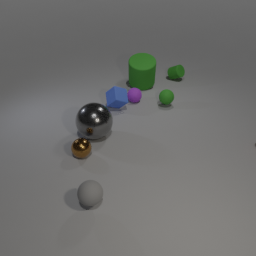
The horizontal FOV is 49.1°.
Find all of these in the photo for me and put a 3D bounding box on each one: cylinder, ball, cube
[{"bbox_3d":[0.731,-2.933,14.575,1.400,1.400,1.400,0,51,1],"label":"cylinder"},{"bbox_3d":[0.308,-1.568,13.378,0.700,0.700,0.700,0,31,0],"label":"ball"},{"bbox_3d":[-1.272,-0.259,10.565,1.400,1.400,1.400,0,31,0],"label":"ball"},{"bbox_3d":[-1.018,1.755,7.557,0.700,0.700,0.700,0,31,0],"label":"ball"},{"bbox_3d":[1.775,-1.433,12.907,0.700,0.700,0.700,0,31,0],"label":"ball"},{"bbox_3d":[-0.498,-1.364,12.538,0.700,0.700,0.700,8,65,-39],"label":"cube"},{"bbox_3d":[-1.609,0.688,9.666,0.700,0.700,0.700,0,31,0],"label":"ball"},{"bbox_3d":[2.696,-3.132,15.702,0.700,0.700,0.700,-28,14,-38],"label":"cylinder"}]
